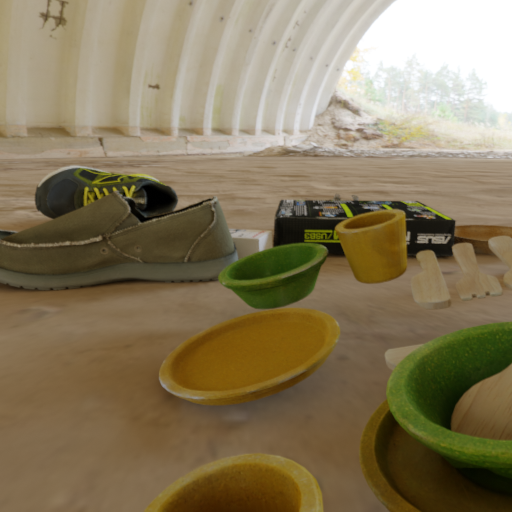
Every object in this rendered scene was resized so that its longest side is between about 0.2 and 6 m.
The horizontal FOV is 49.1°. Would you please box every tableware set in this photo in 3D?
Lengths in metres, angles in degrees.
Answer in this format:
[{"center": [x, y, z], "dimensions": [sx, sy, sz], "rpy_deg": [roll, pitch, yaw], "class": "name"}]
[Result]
[{"center": [0.567, 0.442, 3.520], "dimensions": [2.916, 0.664, 4.329], "rpy_deg": [-11, 15, 16], "class": "tableware set"}]

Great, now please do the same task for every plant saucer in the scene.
[{"center": [3.773, -0.246, 8.946], "dimensions": [1.531, 0.271, 1.531], "rpy_deg": [0, 12, 0], "class": "plant saucer"}]

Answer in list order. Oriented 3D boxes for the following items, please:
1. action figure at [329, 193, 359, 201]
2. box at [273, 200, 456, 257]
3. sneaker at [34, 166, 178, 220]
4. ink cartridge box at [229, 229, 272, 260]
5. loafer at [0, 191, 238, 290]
[{"center": [1.964, -1.136, 12.529], "dimensions": [0.621, 0.533, 1.044], "rpy_deg": [7, 7, -24], "class": "action figure"}, {"center": [1.669, -0.543, 9.499], "dimensions": [2.670, 0.657, 2.765], "rpy_deg": [3, 11, 3], "class": "box"}, {"center": [-3.032, -1.320, 11.837], "dimensions": [3.109, 1.158, 1.316], "rpy_deg": [-11, 16, -42], "class": "sneaker"}, {"center": [-0.348, -0.125, 8.001], "dimensions": [1.031, 0.443, 0.755], "rpy_deg": [2, 12, 15], "class": "ink cartridge box"}, {"center": [-1.843, -0.274, 7.037], "dimensions": [3.221, 1.122, 1.211], "rpy_deg": [-3, 12, -12], "class": "loafer"}]
